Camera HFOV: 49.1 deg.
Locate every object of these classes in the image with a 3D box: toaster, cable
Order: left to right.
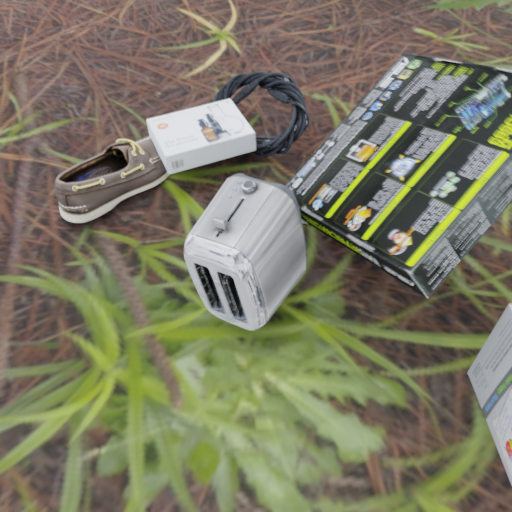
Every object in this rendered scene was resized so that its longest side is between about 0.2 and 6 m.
[{"bbox_3d":[-0.110,0.040,7.585,1.195,2.103,1.358,21,56,27],"label":"toaster"},{"bbox_3d":[0.108,-2.673,10.470,1.992,0.506,1.625,8,77,26],"label":"cable"}]

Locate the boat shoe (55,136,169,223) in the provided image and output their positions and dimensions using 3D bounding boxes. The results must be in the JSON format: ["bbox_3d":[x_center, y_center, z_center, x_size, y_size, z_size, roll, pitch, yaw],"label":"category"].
[{"bbox_3d":[-2.335,-1.542,9.721,0.926,0.767,2.579,32,53,27],"label":"boat shoe"}]

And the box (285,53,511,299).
[{"bbox_3d":[2.109,-1.286,7.447,2.958,0.703,2.856,-49,41,-3],"label":"box"}]

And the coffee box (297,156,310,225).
[{"bbox_3d":[1.522,-0.993,9.317,1.761,0.703,0.995,10,53,15],"label":"coffee box"}]

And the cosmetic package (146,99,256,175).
[{"bbox_3d":[-0.979,-2.141,9.899,1.628,0.421,1.227,-19,47,-14],"label":"cosmetic package"}]

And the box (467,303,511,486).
[{"bbox_3d":[3.242,1.934,6.405,0.467,1.769,2.269,-7,52,-4],"label":"box"}]
